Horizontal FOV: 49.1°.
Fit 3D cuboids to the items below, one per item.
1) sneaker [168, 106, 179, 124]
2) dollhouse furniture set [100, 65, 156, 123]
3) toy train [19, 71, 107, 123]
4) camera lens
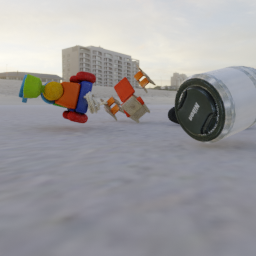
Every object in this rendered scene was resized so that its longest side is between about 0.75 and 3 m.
[{"bbox_3d":[2.109,-0.345,7.496,2.093,0.629,1.092,5,2,9],"label":"sneaker"},{"bbox_3d":[-0.013,-1.080,9.210,0.944,1.833,1.813,39,14,-40],"label":"dollhouse furniture set"},{"bbox_3d":[-1.605,-0.818,6.374,1.639,1.199,2.833,11,1,-20],"label":"toy train"},{"bbox_3d":[1.485,-0.400,4.417,1.318,1.055,1.055,-17,14,-32],"label":"camera lens"}]
